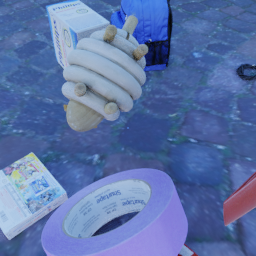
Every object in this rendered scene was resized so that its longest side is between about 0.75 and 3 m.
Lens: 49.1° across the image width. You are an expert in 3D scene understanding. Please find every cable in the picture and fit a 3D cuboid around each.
[{"bbox_3d":[4.693,-2.209,10.840,0.934,0.291,1.145,32,53,29],"label":"cable"}]

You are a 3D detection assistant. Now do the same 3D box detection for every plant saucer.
[{"bbox_3d":[2.248,0.658,4.312,1.697,1.693,0.311,-30,66,-28],"label":"plant saucer"}]

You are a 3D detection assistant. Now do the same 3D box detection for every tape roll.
[{"bbox_3d":[-0.249,1.803,5.362,2.621,0.860,2.621,-21,15,6],"label":"tape roll"}]

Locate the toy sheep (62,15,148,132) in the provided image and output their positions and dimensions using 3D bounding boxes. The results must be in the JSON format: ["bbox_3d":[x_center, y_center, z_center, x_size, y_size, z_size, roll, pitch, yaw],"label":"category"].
[{"bbox_3d":[-0.435,-1.141,5.814,1.872,1.872,2.715,28,83,26],"label":"toy sheep"}]

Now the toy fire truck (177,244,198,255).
[{"bbox_3d":[0.678,3.075,4.864,1.726,1.153,2.056,36,55,24],"label":"toy fire truck"}]

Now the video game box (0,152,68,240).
[{"bbox_3d":[-2.611,1.570,6.899,1.571,0.404,1.724,-33,53,-26],"label":"video game box"}]

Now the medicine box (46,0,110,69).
[{"bbox_3d":[-1.759,-3.079,10.280,1.297,2.296,2.520,-25,50,-23],"label":"medicine box"}]

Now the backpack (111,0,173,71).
[{"bbox_3d":[0.511,-3.800,10.671,2.335,2.782,2.261,-9,46,-10],"label":"backpack"}]
